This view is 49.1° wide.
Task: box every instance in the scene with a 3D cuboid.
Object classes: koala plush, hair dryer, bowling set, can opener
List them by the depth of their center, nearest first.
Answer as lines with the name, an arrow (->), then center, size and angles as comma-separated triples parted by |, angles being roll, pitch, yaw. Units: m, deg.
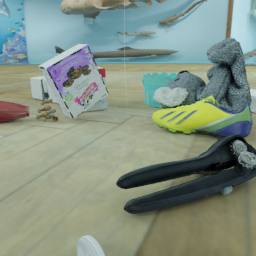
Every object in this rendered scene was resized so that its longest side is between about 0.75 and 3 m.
can opener -> 1.114, 0.791, 4.512 | 2.750, 1.081, 0.872 | -13, 60, -30
koala plush -> 2.144, -0.982, 8.447 | 2.602, 2.391, 2.307 | -11, -11, 13
bowling set -> -2.577, -0.449, 8.969 | 0.486, 0.905, 0.630 | -25, 64, -37
hair dryer -> -4.481, -0.669, 9.353 | 2.736, 0.743, 2.084 | 7, 16, 20

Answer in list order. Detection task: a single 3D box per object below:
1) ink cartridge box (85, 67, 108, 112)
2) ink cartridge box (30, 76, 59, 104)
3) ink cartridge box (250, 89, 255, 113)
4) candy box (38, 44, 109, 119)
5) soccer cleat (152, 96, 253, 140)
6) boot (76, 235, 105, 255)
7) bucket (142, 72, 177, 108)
ink cartridge box -> -1.494, -1.497, 10.728 | 1.136, 1.571, 1.141 | -9, 18, -20
ink cartridge box -> -3.022, -1.811, 12.764 | 2.428, 1.022, 1.755 | 14, 21, 40
ink cartridge box -> 4.745, -1.190, 11.360 | 1.386, 0.641, 2.544 | -7, 16, -23
candy box -> -1.619, -1.453, 8.751 | 1.522, 1.814, 0.649 | -38, 35, -23
soccer cleat -> 1.928, -0.356, 7.546 | 2.672, 1.118, 0.864 | 10, 19, 30
boot -> -0.441, 1.425, 2.745 | 0.452, 0.348, 0.946 | -2, 16, -30
bucket -> 1.556, -1.600, 11.615 | 1.962, 1.276, 1.962 | 1, 16, 0
